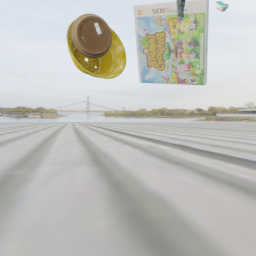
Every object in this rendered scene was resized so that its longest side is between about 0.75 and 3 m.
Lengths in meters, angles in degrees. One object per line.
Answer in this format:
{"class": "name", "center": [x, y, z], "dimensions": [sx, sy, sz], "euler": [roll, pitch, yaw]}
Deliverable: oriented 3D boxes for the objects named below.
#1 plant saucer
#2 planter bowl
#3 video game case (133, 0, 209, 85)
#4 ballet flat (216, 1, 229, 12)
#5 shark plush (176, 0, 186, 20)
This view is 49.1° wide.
{"class": "plant saucer", "center": [-1.056, -2.799, 8.471], "dimensions": [1.329, 1.329, 0.196], "euler": [-1, 4, -28]}
{"class": "planter bowl", "center": [-1.477, -3.024, 11.445], "dimensions": [2.727, 2.727, 1.136], "euler": [-1, -16, -38]}
{"class": "video game case", "center": [1.380, -2.693, 9.093], "dimensions": [2.367, 2.600, 0.287], "euler": [7, 28, 25]}
{"class": "ballet flat", "center": [3.301, -4.228, 9.803], "dimensions": [0.317, 0.317, 0.914], "euler": [0, 32, -4]}
{"class": "shark plush", "center": [1.004, -3.545, 6.236], "dimensions": [0.917, 1.001, 2.202], "euler": [-31, -29, -10]}
